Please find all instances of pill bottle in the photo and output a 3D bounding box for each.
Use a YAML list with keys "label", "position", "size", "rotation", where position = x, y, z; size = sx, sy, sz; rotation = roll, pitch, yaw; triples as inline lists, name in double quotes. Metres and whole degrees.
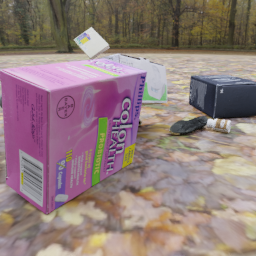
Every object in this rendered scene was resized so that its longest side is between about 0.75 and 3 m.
- label: "pill bottle"
  position: [3.173, -0.095, 9.788]
  size: [0.750, 0.429, 0.429]
  rotation: [11, 21, 29]

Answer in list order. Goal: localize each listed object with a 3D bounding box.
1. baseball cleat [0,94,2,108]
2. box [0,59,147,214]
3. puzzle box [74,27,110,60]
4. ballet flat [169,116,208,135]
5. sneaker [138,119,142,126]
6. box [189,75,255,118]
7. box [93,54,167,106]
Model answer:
- label: "baseball cleat"
  position: [-3.098, -0.589, 8.247]
  size: [2.916, 1.017, 1.552]
  rotation: [-6, 44, 35]
- label: "box"
  position: [-1.067, -0.049, 6.154]
  size: [1.379, 2.508, 2.852]
  rotation: [23, 28, 29]
- label: "puzzle box"
  position: [-1.010, -2.340, 7.743]
  size: [0.633, 0.121, 0.951]
  rotation: [-37, 62, -4]
- label: "ballet flat"
  position: [2.128, -0.019, 9.792]
  size: [1.698, 0.482, 0.564]
  rotation: [-14, 58, -29]
- label: "sneaker"
  position: [0.119, -0.203, 10.188]
  size: [0.944, 0.384, 0.416]
  rotation: [-14, 22, -32]
- label: "box"
  position: [4.115, -1.470, 12.297]
  size: [2.002, 1.411, 2.706]
  rotation: [-3, 19, -8]
- label: "box"
  position: [-0.471, -1.417, 9.335]
  size: [2.609, 1.430, 2.957]
  rotation: [-2, 3, 32]
